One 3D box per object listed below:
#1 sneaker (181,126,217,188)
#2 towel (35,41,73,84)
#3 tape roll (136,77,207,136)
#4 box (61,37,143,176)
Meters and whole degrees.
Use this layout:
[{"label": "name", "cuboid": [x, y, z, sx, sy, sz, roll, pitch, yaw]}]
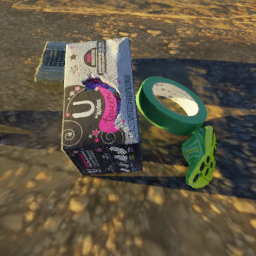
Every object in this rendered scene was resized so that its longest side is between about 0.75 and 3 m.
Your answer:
[{"label": "sneaker", "cuboid": [1.526, 0.652, 6.200, 0.710, 0.629, 1.698, -11, 34, 34]}, {"label": "towel", "cuboid": [-1.629, -2.223, 9.795, 2.886, 0.498, 2.778, 2, 41, -7]}, {"label": "tape roll", "cuboid": [1.138, -0.605, 7.258, 1.853, 0.445, 1.853, 18, 38, -14]}, {"label": "box", "cuboid": [-0.513, -0.421, 5.899, 1.405, 1.618, 2.449, -7, 63, 2]}]
